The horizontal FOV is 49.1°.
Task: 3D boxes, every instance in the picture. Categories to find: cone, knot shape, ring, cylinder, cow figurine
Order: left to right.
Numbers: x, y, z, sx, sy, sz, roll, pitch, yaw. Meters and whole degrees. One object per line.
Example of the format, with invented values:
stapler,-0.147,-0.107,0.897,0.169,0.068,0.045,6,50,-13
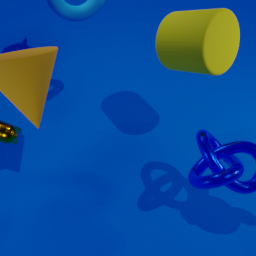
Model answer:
cow figurine,-2.908,0.028,6.000,1.054,1.037,0.578,18,85,0
cone,-1.785,-0.623,5.008,1.378,1.383,1.378,-7,23,3
ring,-1.043,-3.056,5.854,1.628,1.628,0.326,-35,53,-22
cylinder,1.530,-1.906,6.227,1.331,1.331,1.331,-39,36,-25
knot shape,1.901,0.618,5.725,1.611,0.744,1.507,-8,42,-14
